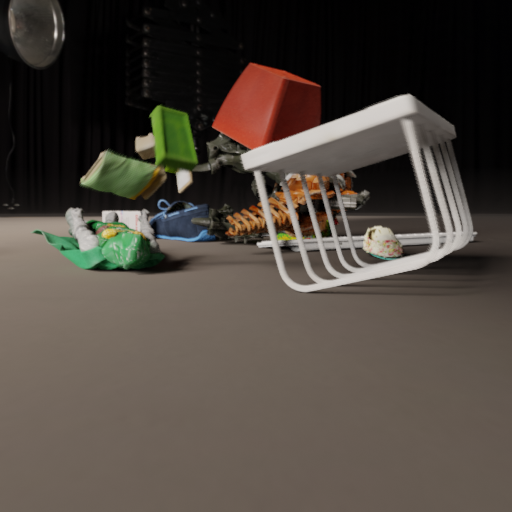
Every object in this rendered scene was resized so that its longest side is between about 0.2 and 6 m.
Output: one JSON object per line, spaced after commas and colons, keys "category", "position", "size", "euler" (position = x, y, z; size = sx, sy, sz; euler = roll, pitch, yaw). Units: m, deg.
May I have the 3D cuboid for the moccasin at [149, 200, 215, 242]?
{"category": "moccasin", "position": [-1.835, -0.935, 14.425], "size": [1.195, 1.013, 2.971], "euler": [-5, 7, -39]}

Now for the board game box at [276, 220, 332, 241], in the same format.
{"category": "board game box", "position": [1.250, -0.673, 14.461], "size": [1.035, 0.485, 2.038], "euler": [2, 6, 19]}

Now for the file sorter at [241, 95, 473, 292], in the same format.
{"category": "file sorter", "position": [1.417, -0.633, 6.670], "size": [1.842, 1.653, 2.654], "euler": [-15, -2, 28]}

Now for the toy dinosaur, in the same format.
{"category": "toy dinosaur", "position": [0.570, -1.399, 11.928], "size": [3.393, 2.554, 4.999], "euler": [11, 0, 20]}

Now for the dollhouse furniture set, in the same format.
{"category": "dollhouse furniture set", "position": [-1.350, -0.971, 6.774], "size": [0.902, 0.697, 1.806], "euler": [7, -28, -38]}

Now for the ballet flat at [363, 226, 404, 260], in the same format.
{"category": "ballet flat", "position": [2.224, -0.259, 10.043], "size": [0.624, 0.527, 1.649], "euler": [-3, 6, -3]}

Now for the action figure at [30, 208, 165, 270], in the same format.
{"category": "action figure", "position": [-2.257, -0.268, 8.654], "size": [2.021, 0.936, 3.421], "euler": [1, 8, -27]}

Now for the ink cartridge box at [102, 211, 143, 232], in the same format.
{"category": "ink cartridge box", "position": [-3.349, -0.770, 14.225], "size": [1.004, 0.727, 0.422], "euler": [1, 6, 6]}

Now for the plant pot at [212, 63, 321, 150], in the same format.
{"category": "plant pot", "position": [0.389, -3.064, 11.742], "size": [1.711, 1.509, 1.713], "euler": [-6, 33, -45]}

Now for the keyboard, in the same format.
{"category": "keyboard", "position": [2.611, -0.369, 12.472], "size": [5.251, 0.280, 1.478], "euler": [-3, 6, -31]}
